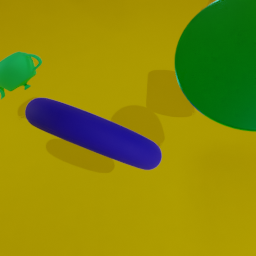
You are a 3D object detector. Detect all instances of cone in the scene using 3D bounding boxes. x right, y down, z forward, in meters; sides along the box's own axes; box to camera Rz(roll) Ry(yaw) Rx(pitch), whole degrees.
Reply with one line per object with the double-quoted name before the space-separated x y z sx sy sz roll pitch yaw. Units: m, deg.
"cone" 1.493 -0.498 3.593 1.635 1.641 1.635 -5 71 14

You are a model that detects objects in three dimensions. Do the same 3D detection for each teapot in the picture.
"teapot" -2.113 -0.986 5.267 1.305 0.639 0.812 -28 17 24

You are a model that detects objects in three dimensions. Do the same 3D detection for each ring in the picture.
"ring" -0.427 0.089 3.639 1.820 1.820 0.364 21 85 14

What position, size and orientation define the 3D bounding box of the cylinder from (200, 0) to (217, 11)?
"cylinder" 1.982 -1.614 5.229 1.334 1.334 1.334 4 58 3
